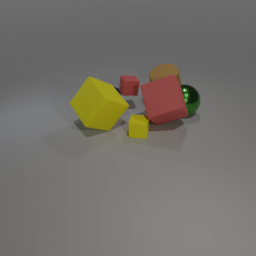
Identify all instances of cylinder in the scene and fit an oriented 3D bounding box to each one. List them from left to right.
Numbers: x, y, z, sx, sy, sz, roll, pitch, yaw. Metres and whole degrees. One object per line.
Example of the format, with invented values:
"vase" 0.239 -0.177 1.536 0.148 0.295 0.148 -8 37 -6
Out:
"cylinder" 1.843 -2.125 13.462 1.400 1.400 1.400 -12 46 12

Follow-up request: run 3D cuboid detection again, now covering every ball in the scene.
"ball" 2.474 -1.212 12.339 1.400 1.400 1.400 0 30 0

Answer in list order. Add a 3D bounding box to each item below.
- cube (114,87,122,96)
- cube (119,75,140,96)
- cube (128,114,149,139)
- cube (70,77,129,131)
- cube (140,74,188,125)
"cube" -0.720 -1.472 13.196 0.700 0.700 0.700 22 35 2
"cube" 0.046 -1.874 12.354 0.700 0.700 0.700 -1 29 -17
"cube" 0.427 -0.057 11.029 0.700 0.700 0.700 5 31 10
"cube" -1.124 -0.915 10.979 1.400 1.400 1.400 11 34 -53
"cube" 1.469 -1.075 11.157 1.400 1.400 1.400 -16 -16 16
